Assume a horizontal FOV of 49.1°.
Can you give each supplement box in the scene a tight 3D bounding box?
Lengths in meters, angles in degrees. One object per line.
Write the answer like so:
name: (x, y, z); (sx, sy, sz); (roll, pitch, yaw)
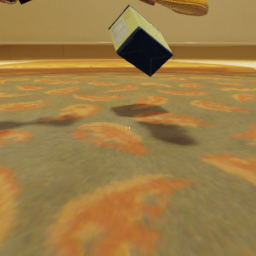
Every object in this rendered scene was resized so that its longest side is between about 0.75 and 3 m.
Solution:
supplement box: (0.359, -2.644, 8.549); (1.487, 0.998, 1.486); (26, 34, -38)

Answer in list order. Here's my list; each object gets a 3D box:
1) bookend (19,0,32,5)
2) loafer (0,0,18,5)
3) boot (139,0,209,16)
bookend: (-2.050, -3.726, 7.006); (1.254, 0.581, 1.262); (-12, 33, 20)
loafer: (-3.225, -3.405, 5.450); (0.923, 1.055, 2.936); (29, 2, 11)
boot: (1.057, -3.401, 5.787); (0.873, 1.777, 2.482); (8, 25, -34)
